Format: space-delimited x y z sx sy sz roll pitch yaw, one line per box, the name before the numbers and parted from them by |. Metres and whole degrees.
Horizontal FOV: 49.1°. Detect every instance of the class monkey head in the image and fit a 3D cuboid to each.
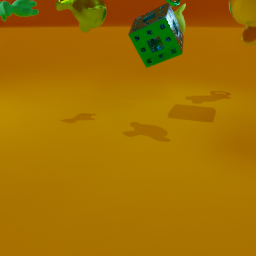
monkey head | 1.639 -3.996 10.798 1.121 1.860 1.338 13 1 13
monkey head | 2.665 -2.601 5.404 1.351 1.878 1.132 7 26 12
monkey head | -1.218 -3.135 7.530 1.229 1.029 1.708 -28 8 -20

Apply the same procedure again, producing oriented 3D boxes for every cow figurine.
cow figurine | -3.432 -3.663 8.643 1.054 0.588 1.072 -10 16 8

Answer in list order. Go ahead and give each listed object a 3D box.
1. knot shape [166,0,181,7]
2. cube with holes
knot shape | 1.913 -5.583 11.247 0.595 1.287 1.204 15 29 14
cube with holes | 0.985 -3.083 9.369 1.315 1.315 1.315 -17 36 26
